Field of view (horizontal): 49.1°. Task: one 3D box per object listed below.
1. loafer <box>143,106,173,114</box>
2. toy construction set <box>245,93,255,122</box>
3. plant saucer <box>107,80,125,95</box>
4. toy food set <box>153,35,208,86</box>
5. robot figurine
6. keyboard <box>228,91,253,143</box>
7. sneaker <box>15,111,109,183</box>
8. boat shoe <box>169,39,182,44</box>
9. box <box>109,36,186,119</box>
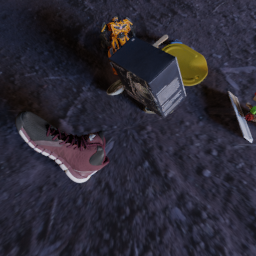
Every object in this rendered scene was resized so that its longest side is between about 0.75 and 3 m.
[{"bbox_3d":[0.987,-0.601,9.060,0.988,0.344,0.372,-3,93,7],"label":"loafer"},{"bbox_3d":[4.352,-0.435,8.146,1.395,1.514,1.815,50,27,24],"label":"toy construction set"},{"bbox_3d":[-0.338,-1.364,9.624,0.838,0.210,0.838,-27,31,17],"label":"plant saucer"},{"bbox_3d":[1.759,-2.252,10.021,2.266,0.740,1.333,39,83,18],"label":"toy food set"},{"bbox_3d":[-0.224,-2.938,9.869,1.385,1.910,0.556,-22,24,-21],"label":"robot figurine"},{"bbox_3d":[3.558,-0.399,8.946,0.526,0.100,1.870,23,46,-32],"label":"keyboard"},{"bbox_3d":[-1.422,0.234,7.076,1.477,2.557,0.968,-30,34,20],"label":"sneaker"},{"bbox_3d":[1.849,-3.295,10.831,0.280,0.344,0.817,45,23,22],"label":"boat shoe"},{"bbox_3d":[0.623,-1.496,8.359,1.109,1.759,1.789,-44,54,-10],"label":"box"}]
